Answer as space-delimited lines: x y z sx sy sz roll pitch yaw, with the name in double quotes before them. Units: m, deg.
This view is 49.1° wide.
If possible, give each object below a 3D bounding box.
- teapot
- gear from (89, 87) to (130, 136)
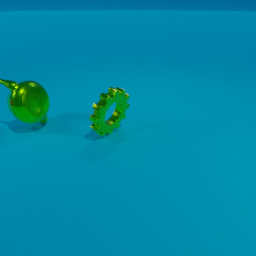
"teapot" -2.863 -0.758 7.777 0.937 1.913 1.190 3 54 35
"gear" -0.464 -0.430 7.428 0.246 1.330 1.330 30 37 27
